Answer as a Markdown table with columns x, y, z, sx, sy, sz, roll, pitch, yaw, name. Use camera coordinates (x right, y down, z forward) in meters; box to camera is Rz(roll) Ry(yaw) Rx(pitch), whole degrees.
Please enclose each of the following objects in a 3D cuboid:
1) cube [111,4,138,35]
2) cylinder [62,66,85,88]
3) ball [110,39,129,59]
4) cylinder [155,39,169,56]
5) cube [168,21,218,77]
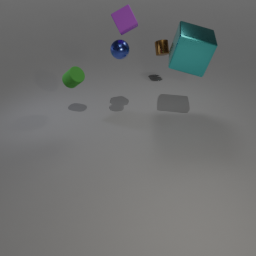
| x | y | z | sx | sy | sz | roll | pitch | yaw | name |
| --- | --- | --- | --- | --- | --- | --- | --- | --- | --- |
| -0.109 | -3.812 | 9.915 | 0.700 | 0.700 | 0.700 | -26 | 9 | 8 | cube |
| -2.247 | -2.080 | 11.533 | 0.700 | 0.700 | 0.700 | -33 | 7 | -42 | cylinder |
| -0.296 | -2.862 | 10.211 | 0.700 | 0.700 | 0.700 | 0 | 31 | 0 | ball |
| 1.771 | -4.177 | 14.606 | 0.700 | 0.700 | 0.700 | -7 | 4 | 1 | cylinder |
| 2.445 | -3.047 | 10.799 | 1.400 | 1.400 | 1.400 | 15 | 41 | -3 | cube |
